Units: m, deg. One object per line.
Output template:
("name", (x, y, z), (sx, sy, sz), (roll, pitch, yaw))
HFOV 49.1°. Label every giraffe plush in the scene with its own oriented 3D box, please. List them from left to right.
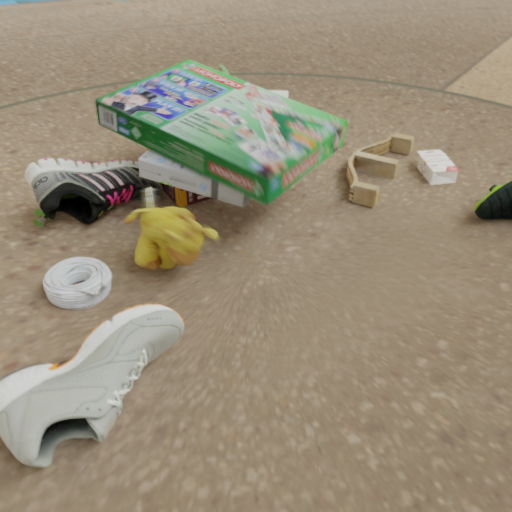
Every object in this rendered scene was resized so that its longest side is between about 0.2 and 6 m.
("giraffe plush", (-1.358, -0.344, 9.649), (1.243, 1.532, 1.322), (23, 50, 41))

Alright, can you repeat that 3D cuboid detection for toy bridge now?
("toy bridge", (2.792, -2.162, 13.242), (1.105, 0.447, 3.287), (16, 39, 21))

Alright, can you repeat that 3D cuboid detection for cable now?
("cable", (-3.063, 0.452, 9.662), (1.129, 0.391, 1.129), (-3, 35, -2))

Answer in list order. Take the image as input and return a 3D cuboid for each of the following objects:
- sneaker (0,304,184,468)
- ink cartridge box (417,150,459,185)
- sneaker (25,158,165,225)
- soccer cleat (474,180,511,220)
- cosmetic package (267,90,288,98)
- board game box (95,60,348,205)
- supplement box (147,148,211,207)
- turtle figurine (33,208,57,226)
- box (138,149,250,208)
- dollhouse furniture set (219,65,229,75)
("sneaker", (-2.013, 1.758, 7.467), (2.819, 1.067, 1.296), (-31, 53, -26))
("ink cartridge box", (4.239, -2.107, 13.234), (0.639, 0.370, 1.097), (-4, 37, -5))
("sneaker", (-3.182, -1.236, 11.499), (2.840, 1.047, 1.242), (-2, 64, -33))
("soccer cleat", (5.981, -1.136, 11.400), (3.062, 1.034, 1.241), (-14, 62, -10))
("cosmetic package", (0.158, -4.373, 16.153), (1.503, 0.638, 0.809), (5, 35, 6))
("board game box", (-0.683, -2.666, 11.195), (4.181, 0.609, 2.814), (28, 45, 23))
("supplement box", (-1.379, -2.105, 12.600), (1.626, 1.095, 1.649), (-19, 40, -24))
("turtle figurine", (-4.428, -1.076, 11.606), (0.627, 0.871, 0.844), (-25, 31, 29))
("box", (-0.929, -1.861, 11.061), (2.222, 0.457, 1.732), (18, 42, 11))
("dollhouse furniture set", (-0.431, -3.785, 14.137), (0.758, 1.963, 0.981), (-9, 48, -4))
